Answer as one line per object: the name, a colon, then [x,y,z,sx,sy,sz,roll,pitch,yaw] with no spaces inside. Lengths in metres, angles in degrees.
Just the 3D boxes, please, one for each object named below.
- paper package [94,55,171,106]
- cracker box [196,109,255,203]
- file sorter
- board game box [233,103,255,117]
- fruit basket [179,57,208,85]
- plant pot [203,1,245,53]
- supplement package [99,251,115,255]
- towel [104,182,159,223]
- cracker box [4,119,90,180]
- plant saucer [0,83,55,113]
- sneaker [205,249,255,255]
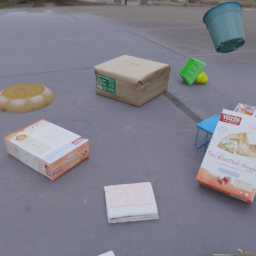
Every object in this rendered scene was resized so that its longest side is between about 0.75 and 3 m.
paper package: [0.180,-2.476,14.122,2.886,1.493,2.751,22,37,31]
cracker box: [3.129,0.757,8.053,1.553,0.669,2.318,18,77,29]
file sorter: [3.314,0.452,9.551,1.176,1.040,1.695,-23,37,-33]
board game box: [5.077,-0.621,12.127,0.888,0.296,1.321,18,35,28]
fruit basket: [3.747,-3.008,15.486,1.494,1.494,1.077,-9,31,-16]
plant pot: [3.697,-3.705,10.560,1.454,1.454,1.424,-6,75,-10]
supplement package: [-0.376,3.129,5.265,0.723,0.720,1.232,-13,33,-21]
towel: [0.067,2.003,7.709,1.371,0.221,1.310,-3,30,-7]
cracker box: [-2.753,0.640,9.543,2.475,0.714,1.658,21,36,33]
plant saucer: [-5.033,-1.606,13.613,2.855,0.505,2.855,0,31,0]
sneaker: [1.521,3.082,5.466,2.632,0.927,0.994,-7,9,-14]
